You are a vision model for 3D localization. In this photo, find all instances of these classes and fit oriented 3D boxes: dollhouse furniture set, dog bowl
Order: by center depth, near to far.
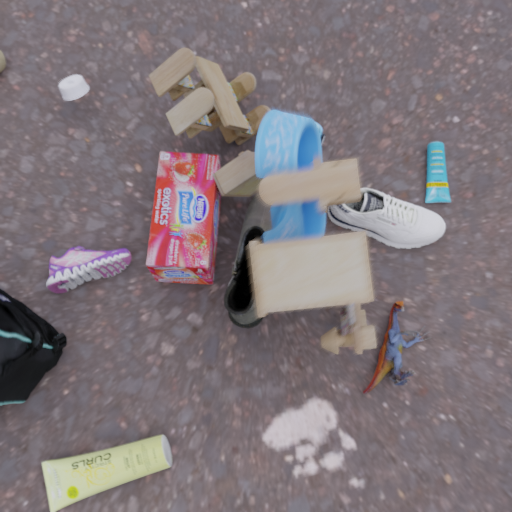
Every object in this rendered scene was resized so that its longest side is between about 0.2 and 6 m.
[{"bbox_3d":[0.591,-1.004,8.592,0.600,2.422,1.350,6,29,24],"label":"dog bowl"},{"bbox_3d":[0.928,0.092,9.051,1.587,3.250,2.771,-6,89,8],"label":"dollhouse furniture set"},{"bbox_3d":[-0.250,-2.667,10.475,1.731,2.284,2.606,-29,81,28],"label":"dollhouse furniture set"}]

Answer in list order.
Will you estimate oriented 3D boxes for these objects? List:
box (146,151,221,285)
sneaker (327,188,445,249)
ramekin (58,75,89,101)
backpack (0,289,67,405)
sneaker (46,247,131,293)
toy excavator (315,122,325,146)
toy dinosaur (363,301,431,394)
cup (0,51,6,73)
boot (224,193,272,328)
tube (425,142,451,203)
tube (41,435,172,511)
[{"bbox_3d":[-1.332,-0.718,10.774,1.172,1.123,2.351,3,71,1],"label":"box"},{"bbox_3d":[2.571,-0.788,10.915,2.337,0.941,0.893,11,70,2],"label":"sneaker"},{"bbox_3d":[-3.782,-3.485,11.567,0.586,0.286,0.586,-11,43,10],"label":"ramekin"},{"bbox_3d":[-5.174,1.320,9.186,3.111,2.735,2.385,38,84,5],"label":"backpack"},{"bbox_3d":[-3.261,0.104,10.783,1.665,0.670,0.736,-18,65,-5],"label":"sneaker"},{"bbox_3d":[0.961,-2.397,11.239,0.621,1.243,1.209,21,66,10],"label":"toy excavator"},{"bbox_3d":[2.488,1.575,10.240,1.564,0.821,1.419,-16,58,3],"label":"toy dinosaur"},{"bbox_3d":[-5.863,-4.263,12.237,0.594,0.831,0.831,-29,71,-40],"label":"cup"},{"bbox_3d":[0.077,-0.142,10.180,0.976,1.882,2.881,10,71,4],"label":"boot"},{"bbox_3d":[3.732,-1.704,11.581,0.501,0.326,1.294,-1,75,13],"label":"tube"},{"bbox_3d":[-2.563,3.674,9.620,2.189,0.568,0.635,-16,33,0],"label":"tube"}]
